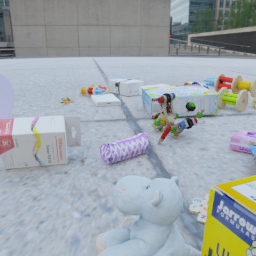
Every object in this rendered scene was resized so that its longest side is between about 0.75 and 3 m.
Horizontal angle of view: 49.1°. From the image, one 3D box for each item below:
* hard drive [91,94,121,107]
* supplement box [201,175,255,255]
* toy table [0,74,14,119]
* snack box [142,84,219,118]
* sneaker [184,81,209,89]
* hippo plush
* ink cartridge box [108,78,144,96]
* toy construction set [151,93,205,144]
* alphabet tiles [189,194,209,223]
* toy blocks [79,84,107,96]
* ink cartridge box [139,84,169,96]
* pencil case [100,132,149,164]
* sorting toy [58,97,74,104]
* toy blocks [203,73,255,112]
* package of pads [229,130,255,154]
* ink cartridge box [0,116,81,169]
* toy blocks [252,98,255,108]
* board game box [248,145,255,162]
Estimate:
[{"bbox_3d":[-1.219,-1.514,15.102,1.272,0.257,1.928,-5,18,-15],"label":"hard drive"},{"bbox_3d":[2.573,1.501,3.736,2.799,1.533,1.523,-6,19,-26],"label":"supplement box"},{"bbox_3d":[-4.603,-0.381,8.398,1.484,2.330,2.534,-17,32,48],"label":"toy table"},{"bbox_3d":[2.319,-1.314,13.165,2.999,1.015,2.529,-5,19,-5],"label":"snack box"},{"bbox_3d":[4.188,-2.218,16.005,1.217,1.039,2.761,-3,19,-9],"label":"sneaker"},{"bbox_3d":[0.292,1.476,4.105,1.762,1.416,1.403,9,20,26],"label":"hippo plush"},{"bbox_3d":[-0.119,-2.574,17.420,1.404,0.818,1.942,-16,24,-39],"label":"ink cartridge box"},{"bbox_3d":[1.419,-0.108,9.830,1.629,1.501,1.953,35,46,8],"label":"toy construction set"},{"bbox_3d":[1.810,1.674,5.666,1.060,0.077,1.037,8,21,23],"label":"alphabet tiles"},{"bbox_3d":[-1.806,-2.229,16.497,1.656,0.601,1.380,7,19,38],"label":"toy blocks"},{"bbox_3d":[2.074,-2.060,16.430,1.908,0.594,2.371,-12,26,-32],"label":"ink cartridge box"},{"bbox_3d":[-0.095,0.559,8.135,1.530,0.654,0.642,-14,30,-38],"label":"pencil case"},{"bbox_3d":[-3.381,-1.529,15.268,0.736,0.178,1.308,-7,20,-20],"label":"sorting toy"},{"bbox_3d":[4.852,-1.935,14.344,2.444,1.065,2.932,-38,36,-29],"label":"toy blocks"},{"bbox_3d":[3.917,0.472,8.605,1.382,0.523,0.833,11,21,30],"label":"package of pads"},{"bbox_3d":[-2.291,0.369,7.499,2.103,1.225,0.710,-5,41,-12],"label":"ink cartridge box"},{"bbox_3d":[6.684,-1.035,13.245,1.153,0.502,1.384,1,18,1],"label":"toy blocks"},{"bbox_3d":[3.752,1.011,7.100,1.397,0.344,1.768,23,18,7],"label":"board game box"}]
